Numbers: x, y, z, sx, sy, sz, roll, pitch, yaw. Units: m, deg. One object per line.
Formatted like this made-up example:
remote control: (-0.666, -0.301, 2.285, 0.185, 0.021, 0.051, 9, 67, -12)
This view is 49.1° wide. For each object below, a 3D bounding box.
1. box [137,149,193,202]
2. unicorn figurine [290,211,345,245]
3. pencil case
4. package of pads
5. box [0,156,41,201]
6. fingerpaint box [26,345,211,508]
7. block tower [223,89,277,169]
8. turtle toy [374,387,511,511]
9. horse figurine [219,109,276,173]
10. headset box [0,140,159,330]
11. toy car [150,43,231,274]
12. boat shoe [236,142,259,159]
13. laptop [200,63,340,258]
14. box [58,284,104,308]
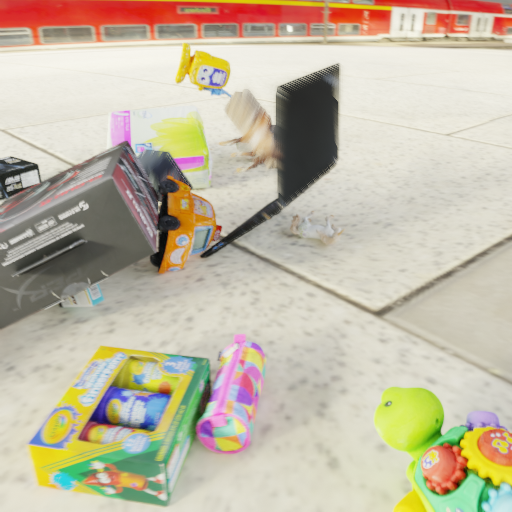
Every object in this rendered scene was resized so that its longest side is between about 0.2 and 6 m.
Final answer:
box: (-2.017, -1.654, 11.739, 0.994, 0.977, 0.616, 17, 57, 48)
unicorn figurine: (1.366, -0.555, 11.826, 1.385, 0.512, 0.952, -4, 33, 25)
pencil case: (-0.272, 1.695, 6.996, 0.704, 0.704, 1.593, 3, 27, 5)
package of pads: (-2.651, -3.004, 15.345, 2.694, 1.189, 3.487, -7, 37, -10)
box: (-6.581, -1.977, 14.371, 1.294, 0.680, 1.580, 18, 32, 33)
fingerpaint box: (-1.493, 1.884, 6.599, 1.521, 0.669, 1.823, 5, 27, 10)
block tower: (0.063, -2.666, 11.827, 0.564, 0.527, 1.950, -13, 61, -46)
turtle toy: (2.114, 2.132, 5.591, 1.599, 1.109, 2.194, -22, 34, -37)
horse figurine: (-0.016, -2.172, 10.897, 1.157, 0.436, 1.746, -21, 41, -8)
headset box: (-3.078, -0.472, 9.188, 2.696, 1.360, 3.627, -26, 22, 2)
toy car: (-1.020, -1.607, 10.228, 1.303, 3.915, 1.920, 8, 27, -18)
boat shoe: (0.413, -3.432, 17.139, 2.427, 0.872, 0.722, -9, 28, -27)
laptop: (0.301, -1.868, 11.061, 3.407, 1.759, 3.019, -30, 6, 37)
box: (-2.912, 0.600, 9.105, 1.015, 0.418, 0.250, -5, 18, 41)
